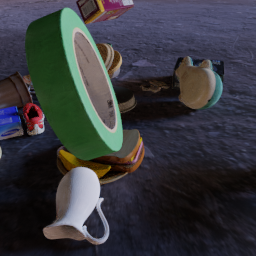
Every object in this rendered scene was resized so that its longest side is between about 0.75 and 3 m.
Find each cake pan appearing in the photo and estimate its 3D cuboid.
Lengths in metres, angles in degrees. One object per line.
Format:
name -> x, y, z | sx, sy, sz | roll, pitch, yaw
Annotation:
cake pan -> -0.629, -1.243, 11.792 | 1.999, 0.367, 1.999 | 0, 33, 0

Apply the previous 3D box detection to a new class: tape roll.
tape roll -> -0.991, -3.072, 13.765 | 1.306, 1.306, 0.431 | 27, 41, 35
tape roll -> -0.877, -0.797, 5.381 | 0.666, 2.773, 2.773 | -17, 31, 10

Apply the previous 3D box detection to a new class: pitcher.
pitcher -> -1.042, 1.827, 6.595 | 1.420, 1.004, 1.655 | 18, 43, -7

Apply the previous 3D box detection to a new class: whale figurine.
whale figurine -> 2.872, -1.857, 11.481 | 1.333, 2.044, 2.569 | 11, 36, -28

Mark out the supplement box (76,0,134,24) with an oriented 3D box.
supplement box -> -0.675, -3.771, 8.513 | 1.432, 0.739, 0.938 | -29, 11, -40

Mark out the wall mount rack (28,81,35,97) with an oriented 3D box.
wall mount rack -> -3.659, -1.909, 12.447 | 1.557, 0.668, 1.792 | 0, 45, 5

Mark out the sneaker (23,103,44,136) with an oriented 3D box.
sneaker -> -3.445, -0.529, 10.237 | 0.755, 0.833, 1.961 | -14, 35, -21

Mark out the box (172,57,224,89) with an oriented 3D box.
box -> 3.323, -2.529, 13.237 | 2.229, 0.960, 1.826 | 9, 34, 13

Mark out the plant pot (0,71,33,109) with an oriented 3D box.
plant pot -> -4.764, -1.307, 11.071 | 1.438, 1.452, 1.452 | -27, 41, -23

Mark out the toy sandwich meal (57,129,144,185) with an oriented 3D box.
toy sandwich meal -> -0.848, 0.661, 8.306 | 2.647, 0.907, 2.647 | 0, 33, 0

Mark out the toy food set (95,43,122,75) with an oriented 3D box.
toy food set -> -1.666, -2.942, 13.153 | 2.640, 0.642, 2.613 | -43, 47, 5

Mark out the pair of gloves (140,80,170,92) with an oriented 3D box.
pair of gloves -> 1.223, -1.906, 12.981 | 1.020, 0.210, 1.199 | 22, 36, 36

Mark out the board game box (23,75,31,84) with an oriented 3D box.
board game box -> -4.285, -2.452, 13.729 | 1.307, 0.303, 0.990 | -28, 42, -36

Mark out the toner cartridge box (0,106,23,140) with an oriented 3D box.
toner cartridge box -> -5.086, 0.018, 9.626 | 2.642, 0.570, 1.255 | -14, 36, -21
